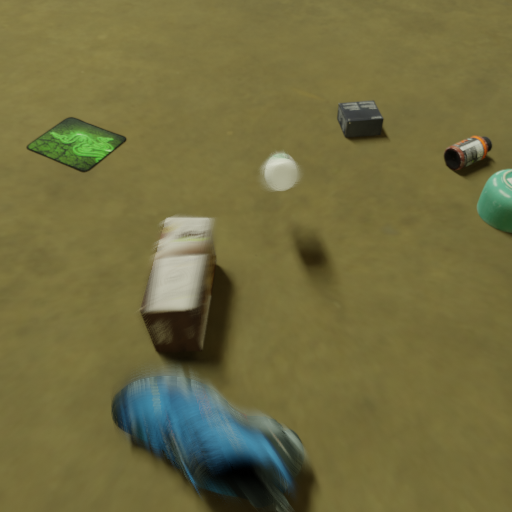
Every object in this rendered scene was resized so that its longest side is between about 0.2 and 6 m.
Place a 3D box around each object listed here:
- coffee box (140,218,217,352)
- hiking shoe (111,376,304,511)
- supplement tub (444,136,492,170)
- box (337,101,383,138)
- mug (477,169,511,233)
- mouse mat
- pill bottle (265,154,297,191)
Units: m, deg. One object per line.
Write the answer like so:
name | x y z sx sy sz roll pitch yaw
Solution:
coffee box | -1.109 0.411 8.446 0.728 1.031 1.825 0 46 6
hiking shoe | -0.690 2.143 6.669 2.515 0.936 1.090 14 10 14
supplement tub | 4.235 -2.075 11.145 0.939 0.502 0.502 -24 52 -21
box | 2.213 -2.930 11.985 0.805 0.419 0.733 -5 46 -5
mug | 4.683 -1.010 9.951 1.274 0.788 1.047 18 50 16
mouse mat | -3.756 -2.365 11.720 1.692 0.064 1.361 23 51 19
pill bottle | 0.396 -1.317 8.874 0.512 0.512 0.906 1 17 1
